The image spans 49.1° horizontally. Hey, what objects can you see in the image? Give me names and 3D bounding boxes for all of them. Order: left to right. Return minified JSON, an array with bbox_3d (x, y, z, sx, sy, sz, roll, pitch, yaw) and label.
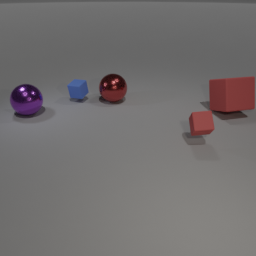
[{"bbox_3d":[-4.497,-1.253,12.439,1.400,1.400,1.400,0,28,0],"label":"ball"},{"bbox_3d":[-2.458,-1.927,13.826,0.700,0.700,0.700,8,38,21],"label":"cube"},{"bbox_3d":[-0.734,-1.970,13.796,1.400,1.400,1.400,0,28,0],"label":"ball"},{"bbox_3d":[2.620,-0.162,10.031,0.700,0.700,0.700,-5,-16,1],"label":"cube"},{"bbox_3d":[4.578,-1.508,12.416,1.400,1.400,1.400,-6,9,-13],"label":"cube"}]
